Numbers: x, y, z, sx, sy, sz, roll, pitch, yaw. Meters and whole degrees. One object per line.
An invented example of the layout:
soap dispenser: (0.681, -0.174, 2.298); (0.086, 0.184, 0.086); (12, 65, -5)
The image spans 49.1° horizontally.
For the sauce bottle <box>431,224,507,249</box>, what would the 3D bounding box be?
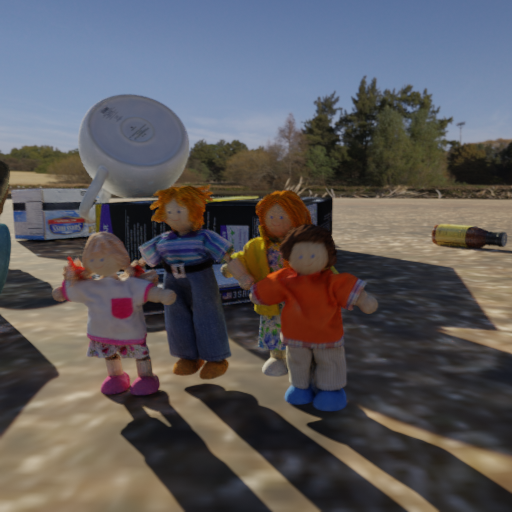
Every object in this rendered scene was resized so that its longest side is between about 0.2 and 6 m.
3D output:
sauce bottle: (4.140, -0.363, 10.912); (1.390, 0.459, 0.459); (10, 12, 42)

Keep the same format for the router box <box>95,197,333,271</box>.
router box: (-0.389, -0.456, 9.283); (2.997, 0.996, 3.812); (2, 8, 14)

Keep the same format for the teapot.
teapot: (-1.991, -1.539, 8.925); (1.832, 1.809, 1.338); (-6, -29, -25)

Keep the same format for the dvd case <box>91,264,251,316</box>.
dvd case: (-0.739, 0.327, 6.248); (1.940, 0.240, 1.458); (-4, 8, -30)

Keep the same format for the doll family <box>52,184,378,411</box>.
doll family: (-0.208, 0.156, 3.339); (1.861, 1.155, 0.839); (-1, 14, 16)

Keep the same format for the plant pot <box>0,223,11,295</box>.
plant pot: (-3.090, 0.001, 5.361); (1.206, 1.283, 1.283); (12, -2, -39)

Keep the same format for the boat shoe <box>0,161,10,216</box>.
boat shoe: (-4.610, -0.533, 9.019); (0.975, 0.921, 2.709); (16, 36, -9)

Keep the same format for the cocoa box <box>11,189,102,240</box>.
cocoa box: (-4.418, -0.942, 12.586); (1.115, 1.097, 1.672); (2, 6, 34)
